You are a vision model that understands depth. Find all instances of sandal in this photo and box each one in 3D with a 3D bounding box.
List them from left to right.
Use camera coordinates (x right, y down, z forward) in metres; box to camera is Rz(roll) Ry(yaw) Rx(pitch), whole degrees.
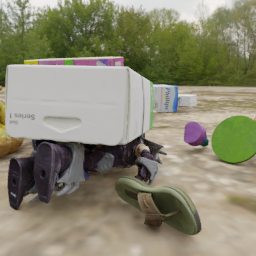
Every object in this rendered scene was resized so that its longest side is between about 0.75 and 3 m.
[{"bbox_3d":[0.233,0.833,2.891,0.353,0.492,1.238,-29,19,-34],"label":"sandal"}]

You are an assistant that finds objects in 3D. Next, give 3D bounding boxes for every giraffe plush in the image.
[{"bbox_3d":[-3.148,-0.060,5.650,1.390,1.714,1.479,-28,5,8],"label":"giraffe plush"}]

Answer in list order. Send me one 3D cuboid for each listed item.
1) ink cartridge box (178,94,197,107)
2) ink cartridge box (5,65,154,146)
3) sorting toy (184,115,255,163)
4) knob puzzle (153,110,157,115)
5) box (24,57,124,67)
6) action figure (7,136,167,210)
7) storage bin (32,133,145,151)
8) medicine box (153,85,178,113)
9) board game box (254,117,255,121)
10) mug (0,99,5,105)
[{"bbox_3d":[2.876,-1.504,15.167,1.409,0.605,1.031,5,11,33],"label":"ink cartridge box"},{"bbox_3d":[-0.476,-0.332,3.904,1.467,0.847,2.008,3,4,11],"label":"ink cartridge box"},{"bbox_3d":[2.312,0.351,5.208,2.617,0.907,0.901,8,-16,44],"label":"sorting toy"},{"bbox_3d":[0.004,-0.589,10.937,2.159,0.299,2.159,0,11,0],"label":"knob puzzle"},{"bbox_3d":[-1.233,-0.760,6.991,2.196,1.931,1.062,2,15,11],"label":"box"},{"bbox_3d":[-0.432,0.462,3.980,1.516,0.808,2.331,-1,4,38],"label":"action figure"},{"bbox_3d":[-0.740,-0.207,5.632,2.127,1.438,0.997,1,11,8],"label":"storage bin"},{"bbox_3d":[0.921,-1.403,12.984,2.274,1.171,2.071,-2,11,-9],"label":"medicine box"},{"bbox_3d":[3.196,-0.177,5.584,0.299,0.979,1.292,21,28,-16],"label":"board game box"},{"bbox_3d":[-3.882,-0.235,7.914,1.008,1.227,0.983,-3,47,37],"label":"mug"}]
